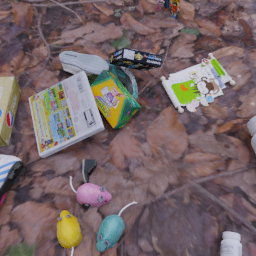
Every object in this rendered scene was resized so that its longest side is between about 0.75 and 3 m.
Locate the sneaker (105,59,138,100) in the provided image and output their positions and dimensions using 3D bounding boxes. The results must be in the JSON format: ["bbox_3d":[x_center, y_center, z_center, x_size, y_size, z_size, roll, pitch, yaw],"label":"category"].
[{"bbox_3d":[-0.389,-1.872,10.855,1.129,0.960,2.475,-20,51,-6],"label":"sneaker"}]

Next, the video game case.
[{"bbox_3d":[-2.261,-0.541,9.914,2.372,0.298,2.607,-25,60,6],"label":"video game case"}]

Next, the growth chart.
[{"bbox_3d":[2.775,-1.772,11.113,2.884,0.256,2.087,-26,63,-14],"label":"growth chart"}]

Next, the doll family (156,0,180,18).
[{"bbox_3d":[1.978,-6.013,13.336,1.452,0.901,0.654,36,65,20],"label":"doll family"}]

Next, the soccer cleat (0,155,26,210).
[{"bbox_3d":[-4.226,1.895,8.529,1.085,0.878,2.513,19,54,15],"label":"soccer cleat"}]

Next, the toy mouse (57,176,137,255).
[{"bbox_3d":[-0.906,2.514,8.267,2.497,0.544,2.810,-13,59,-8],"label":"toy mouse"}]

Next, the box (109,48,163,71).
[{"bbox_3d":[0.225,-2.392,9.877,1.401,1.762,0.405,7,95,-19],"label":"box"}]

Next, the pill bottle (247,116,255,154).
[{"bbox_3d":[4.802,0.725,8.892,1.368,1.368,2.413,-8,59,-5],"label":"pill bottle"}]

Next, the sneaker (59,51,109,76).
[{"bbox_3d":[-1.678,-2.399,11.030,2.310,0.818,0.844,24,52,27],"label":"sneaker"}]

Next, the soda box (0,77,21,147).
[{"bbox_3d":[-4.589,-0.633,10.056,0.871,0.823,2.571,-1,59,0],"label":"soda box"}]

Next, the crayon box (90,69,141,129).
[{"bbox_3d":[-0.541,-1.029,10.017,1.118,0.548,1.882,-47,67,24],"label":"crayon box"}]

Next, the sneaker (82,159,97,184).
[{"bbox_3d":[-1.226,1.381,9.097,0.461,0.325,0.868,-8,57,-2],"label":"sneaker"}]

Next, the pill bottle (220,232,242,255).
[{"bbox_3d":[2.836,3.416,7.705,0.557,0.557,0.982,11,59,7],"label":"pill bottle"}]
